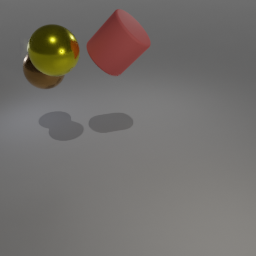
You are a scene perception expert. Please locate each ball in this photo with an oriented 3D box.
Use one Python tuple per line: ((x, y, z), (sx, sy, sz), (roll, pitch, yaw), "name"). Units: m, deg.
((-2.842, -2.023, 9.549), (1.400, 1.400, 1.400), (0, 30, 0), "ball")
((-2.055, -2.152, 7.817), (1.400, 1.400, 1.400), (0, 30, 0), "ball")

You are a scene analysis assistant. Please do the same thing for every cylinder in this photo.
((-0.284, -2.520, 8.388), (1.400, 1.400, 1.400), (34, 35, -28), "cylinder")
